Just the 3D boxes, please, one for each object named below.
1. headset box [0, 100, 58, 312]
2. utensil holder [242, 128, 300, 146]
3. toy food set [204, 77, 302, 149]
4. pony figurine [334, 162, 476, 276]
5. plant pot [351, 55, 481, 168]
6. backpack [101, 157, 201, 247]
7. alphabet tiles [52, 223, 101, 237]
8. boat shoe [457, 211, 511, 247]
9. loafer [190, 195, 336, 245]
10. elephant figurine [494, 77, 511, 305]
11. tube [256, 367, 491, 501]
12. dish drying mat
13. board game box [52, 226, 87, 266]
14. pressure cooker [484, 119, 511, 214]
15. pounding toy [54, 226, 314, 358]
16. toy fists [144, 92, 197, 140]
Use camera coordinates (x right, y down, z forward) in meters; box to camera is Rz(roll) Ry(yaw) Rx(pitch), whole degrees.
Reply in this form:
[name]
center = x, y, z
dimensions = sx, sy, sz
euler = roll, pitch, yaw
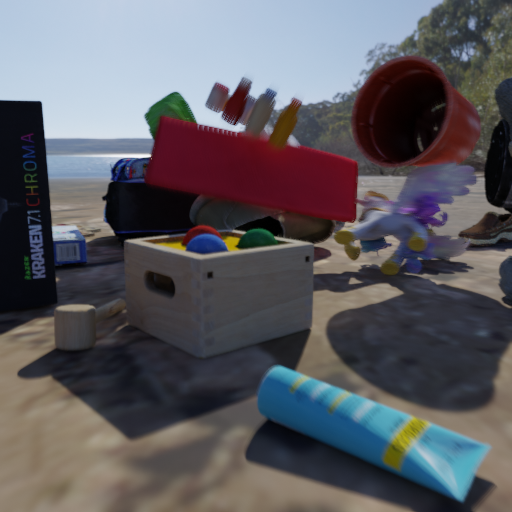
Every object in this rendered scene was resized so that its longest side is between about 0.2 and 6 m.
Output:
[headset box]
center = -3.994, -0.562, 6.541
dimensions = 2.869, 2.498, 1.331
euler = -6, 12, -28
[utensil holder]
center = 0.197, -2.042, 12.364
dimensions = 1.587, 1.587, 1.868
euler = 2, 11, 10
[toy food set]
center = -0.135, -2.650, 9.633
dimensions = 0.884, 0.833, 1.852
euler = 4, 30, -48
[pony figurine]
center = 2.491, -0.550, 9.410
dimensions = 2.150, 1.855, 2.228
euler = 6, 30, 19
[plant pot]
center = 2.853, -2.270, 9.583
dimensions = 1.787, 1.787, 1.738
euler = 10, 5, 43
[backpack]
center = -2.197, -1.274, 12.506
dimensions = 2.483, 1.830, 2.720
euler = -4, 9, -22
[alphabet tiles]
center = -5.432, -0.522, 13.069
dimensions = 2.646, 0.101, 3.180
euler = 9, 13, 40
[boat shoe]
center = 4.914, -0.615, 11.950
dimensions = 1.853, 0.686, 0.684
euler = -9, 13, -39
[loafer]
center = 0.294, -0.488, 10.653
dimensions = 3.177, 1.195, 1.106
euler = 0, 45, -32
[elephant figurine]
center = 3.911, -0.799, 6.728
dimensions = 2.252, 2.902, 2.053
euler = 5, 12, 27
[tube]
center = 0.680, 1.106, 3.604
dimensions = 1.454, 0.366, 0.563
euler = 13, 28, 36
[dish drying mat]
center = -0.009, -1.499, 9.917
dimensions = 3.692, 1.418, 0.336
euler = 10, -25, -6
[board game box]
center = -4.276, -0.164, 10.011
dimensions = 2.233, 0.484, 2.222
euler = -4, 11, -21
[pressure cooker]
center = 8.956, -2.754, 17.103
dimensions = 3.306, 2.908, 2.953
euler = 4, -16, 10
[pounding toy]
center = -0.969, 0.256, 6.000
dimensions = 2.399, 1.098, 2.108
euler = -8, 13, -40
[toy fists]
center = -1.661, -2.604, 11.272
dimensions = 0.816, 1.209, 2.372
euler = -19, 20, 8
